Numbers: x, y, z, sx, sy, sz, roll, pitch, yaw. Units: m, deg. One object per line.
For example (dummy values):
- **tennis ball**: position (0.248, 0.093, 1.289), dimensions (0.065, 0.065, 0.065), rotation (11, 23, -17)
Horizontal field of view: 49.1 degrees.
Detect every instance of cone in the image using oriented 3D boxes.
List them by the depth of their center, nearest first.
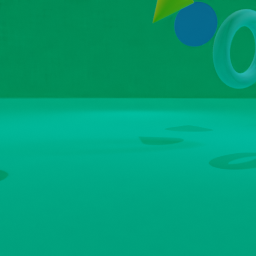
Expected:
- **cone**: position (1.062, -3.437, 7.918), dimensions (1.109, 1.113, 1.109), rotation (35, 22, -16)
- **cone**: position (2.492, -3.840, 10.356), dimensions (1.459, 1.459, 1.465), rotation (1, 22, 13)

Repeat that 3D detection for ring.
- **ring**: position (2.110, -1.422, 5.124), dimensions (1.395, 1.395, 0.279), rotation (-4, 14, -29)
